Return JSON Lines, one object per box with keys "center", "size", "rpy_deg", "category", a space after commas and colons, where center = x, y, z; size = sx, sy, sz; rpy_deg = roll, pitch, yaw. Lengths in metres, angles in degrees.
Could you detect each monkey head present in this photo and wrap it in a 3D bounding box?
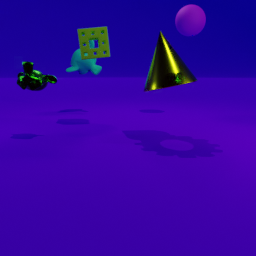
{"center": [-1.698, -2.695, 11.438], "size": [1.197, 1.664, 1.003], "rpy_deg": [34, -7, 35], "category": "monkey head"}
{"center": [-2.289, -1.258, 6.750], "size": [1.053, 0.758, 0.635], "rpy_deg": [7, 24, 7], "category": "monkey head"}

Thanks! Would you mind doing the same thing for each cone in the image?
{"center": [0.923, -1.701, 6.920], "size": [1.364, 1.369, 1.364], "rpy_deg": [-11, 8, 2], "category": "cone"}

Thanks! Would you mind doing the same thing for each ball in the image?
{"center": [2.331, -4.007, 10.469], "size": [1.107, 1.107, 1.107], "rpy_deg": [0, 11, 0], "category": "ball"}

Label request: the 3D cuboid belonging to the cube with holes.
{"center": [-1.029, -2.535, 8.459], "size": [0.841, 0.841, 0.841], "rpy_deg": [-7, 14, -6], "category": "cube with holes"}
